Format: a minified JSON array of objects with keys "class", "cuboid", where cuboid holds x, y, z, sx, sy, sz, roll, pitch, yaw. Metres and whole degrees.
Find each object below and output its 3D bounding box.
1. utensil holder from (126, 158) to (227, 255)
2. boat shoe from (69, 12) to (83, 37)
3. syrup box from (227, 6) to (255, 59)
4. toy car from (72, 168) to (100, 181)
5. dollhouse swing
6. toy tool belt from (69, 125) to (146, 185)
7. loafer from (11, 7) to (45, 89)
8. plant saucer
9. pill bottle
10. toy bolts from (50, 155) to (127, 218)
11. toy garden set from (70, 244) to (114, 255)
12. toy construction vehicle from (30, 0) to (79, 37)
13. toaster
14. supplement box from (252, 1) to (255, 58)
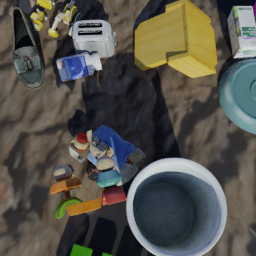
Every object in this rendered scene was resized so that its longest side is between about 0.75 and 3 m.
[{"class":"utensil holder","cuboid":[1.013,2.047,7.063,2.132,2.509,2.132,0,71,-1]},{"class":"boat shoe","cuboid":[-1.849,-3.814,10.374,0.299,0.357,1.000,19,77,7]},{"class":"syrup box","cuboid":[4.110,-3.412,10.018,0.706,0.730,1.793,0,69,1]},{"class":"toy car","cuboid":[-1.323,1.316,8.455,0.976,0.479,0.325,11,40,-3]},{"class":"dollhouse swing","cuboid":[1.666,-2.889,9.998,2.106,2.037,2.317,17,63,-38]},{"class":"toy tool belt","cuboid":[-0.587,0.533,8.146,2.234,1.373,1.395,33,47,11]},{"class":"loafer","cuboid":[-3.567,-2.736,9.558,1.026,0.898,2.855,-14,77,-7]},{"class":"plant saucer","cuboid":[4.518,-1.164,9.382,2.889,0.396,2.889,0,69,1]},{"class":"pill bottle","cuboid":[-1.636,-2.112,9.512,1.404,0.787,0.787,-14,71,-6]},{"class":"toy bolts","cuboid":[-0.785,1.127,5.802,1.524,1.455,1.057,-9,77,-26]},{"class":"toy garden set","cuboid":[-0.368,4.663,7.174,2.959,0.590,2.466,16,69,5]},{"class":"toy construction vehicle","cuboid":[-2.805,-4.380,10.390,1.694,0.685,1.946,28,72,10]},{"class":"toaster","cuboid":[-1.253,-3.071,9.698,1.688,1.090,0.959,-1,69,0]},{"class":"supplement box","cuboid":[4.948,-3.523,9.941,0.954,0.935,1.847,2,70,0]}]
